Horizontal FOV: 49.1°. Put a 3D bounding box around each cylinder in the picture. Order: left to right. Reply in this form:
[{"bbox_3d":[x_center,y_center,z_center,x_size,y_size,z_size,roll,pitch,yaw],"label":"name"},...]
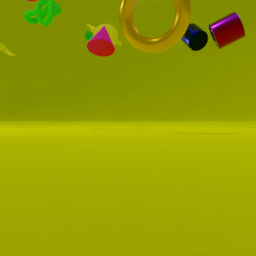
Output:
[{"bbox_3d":[2.744,-3.773,11.631,0.862,0.862,0.862,-1,40,-21],"label":"cylinder"},{"bbox_3d":[3.066,-3.021,8.717,0.839,0.839,0.839,-25,-6,16],"label":"cylinder"}]

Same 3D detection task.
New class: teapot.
[{"bbox_3d":[-4.565,-2.526,8.956,1.758,0.861,1.093,-10,-28,-39],"label":"teapot"},{"bbox_3d":[-0.891,-3.508,10.576,1.484,0.923,0.727,24,26,-20],"label":"teapot"}]

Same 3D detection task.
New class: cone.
[{"bbox_3d":[-0.832,-2.996,9.193,0.923,0.926,0.923,5,-20,2],"label":"cone"}]

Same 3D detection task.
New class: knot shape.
[{"bbox_3d":[-2.945,-4.180,10.002,1.361,1.274,0.629,2,-42,29],"label":"knot shape"}]

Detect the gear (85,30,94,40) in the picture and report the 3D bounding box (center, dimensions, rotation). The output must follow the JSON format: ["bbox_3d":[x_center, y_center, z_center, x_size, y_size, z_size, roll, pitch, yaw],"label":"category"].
[{"bbox_3d":[-1.258,-4.057,12.607,1.344,0.249,1.344,12,31,-8],"label":"gear"}]

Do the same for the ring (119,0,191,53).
[{"bbox_3d":[0.416,-1.848,4.560,1.205,1.205,0.241,1,13,21],"label":"ring"}]

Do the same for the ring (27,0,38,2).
[{"bbox_3d":[-1.914,-3.594,6.526,1.536,1.536,0.307,1,-26,37],"label":"ring"}]
